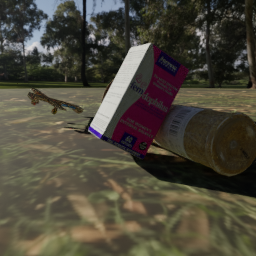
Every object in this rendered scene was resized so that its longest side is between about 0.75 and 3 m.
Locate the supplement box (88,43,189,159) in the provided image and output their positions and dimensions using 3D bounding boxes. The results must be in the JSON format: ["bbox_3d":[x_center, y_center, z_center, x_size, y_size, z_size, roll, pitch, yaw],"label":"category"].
[{"bbox_3d":[0.167,-0.511,5.273,0.942,1.862,0.962,27,-1,-23],"label":"supplement box"}]

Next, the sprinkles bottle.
[{"bbox_3d":[1.028,0.031,5.362,0.982,0.982,2.879,-4,11,-23],"label":"sprinkles bottle"}]

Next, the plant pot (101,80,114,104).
[{"bbox_3d":[0.222,-0.579,7.713,1.429,1.336,1.336,22,20,28],"label":"plant pot"}]

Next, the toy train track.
[{"bbox_3d":[-2.545,-0.768,10.041,1.560,0.443,2.721,34,10,24],"label":"toy train track"}]
